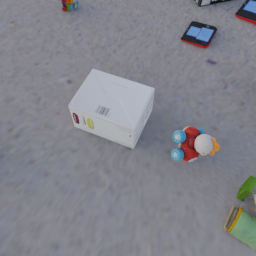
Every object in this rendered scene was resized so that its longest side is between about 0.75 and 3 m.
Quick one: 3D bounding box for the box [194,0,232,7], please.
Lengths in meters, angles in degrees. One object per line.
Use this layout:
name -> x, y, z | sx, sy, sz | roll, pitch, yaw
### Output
box -> 3.532, -5.827, 11.663 | 1.879, 0.409, 1.505 | -15, 60, -9

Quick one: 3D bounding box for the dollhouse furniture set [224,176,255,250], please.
dollhouse furniture set -> 2.993, 2.016, 6.675 | 0.902, 0.691, 1.377 | 29, 63, 16

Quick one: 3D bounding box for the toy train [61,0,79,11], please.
toy train -> -2.260, -5.114, 10.790 | 0.689, 1.191, 0.504 | -7, 59, -9

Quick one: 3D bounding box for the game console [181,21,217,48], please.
game console -> 2.643, -3.480, 10.360 | 1.049, 0.184, 1.187 | 25, 61, 14

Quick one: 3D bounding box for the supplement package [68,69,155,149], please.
supplement package -> -0.428, -0.566, 8.028 | 1.942, 1.077, 1.513 | 19, 60, 13

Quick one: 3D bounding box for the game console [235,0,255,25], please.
game console -> 5.223, -4.639, 11.033 | 1.463, 0.257, 1.655 | 32, 63, 18

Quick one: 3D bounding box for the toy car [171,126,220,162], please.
toy car -> 1.821, 0.485, 7.108 | 0.975, 0.935, 1.057 | -4, 12, -38

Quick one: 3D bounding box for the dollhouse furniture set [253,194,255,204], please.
dollhouse furniture set -> 3.615, 1.895, 6.791 | 0.728, 1.032, 0.723 | -19, 71, 32
